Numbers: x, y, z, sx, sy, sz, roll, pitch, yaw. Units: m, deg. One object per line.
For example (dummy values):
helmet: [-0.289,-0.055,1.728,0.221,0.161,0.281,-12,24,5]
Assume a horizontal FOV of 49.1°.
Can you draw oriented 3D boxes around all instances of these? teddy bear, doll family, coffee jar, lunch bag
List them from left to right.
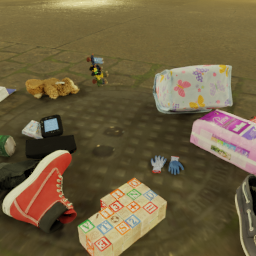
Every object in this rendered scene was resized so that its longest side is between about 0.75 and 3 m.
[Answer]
coffee jar: [-4.537,0.553,9.332,1.373,0.716,0.586,5,48,6]
teddy bear: [-3.523,-1.833,13.199,2.418,0.807,1.753,-20,44,-41]
doll family: [-1.566,-2.896,13.976,0.967,0.656,1.672,-7,67,-38]
lunch bag: [2.496,-1.532,11.513,2.534,1.900,2.988,-5,8,-6]

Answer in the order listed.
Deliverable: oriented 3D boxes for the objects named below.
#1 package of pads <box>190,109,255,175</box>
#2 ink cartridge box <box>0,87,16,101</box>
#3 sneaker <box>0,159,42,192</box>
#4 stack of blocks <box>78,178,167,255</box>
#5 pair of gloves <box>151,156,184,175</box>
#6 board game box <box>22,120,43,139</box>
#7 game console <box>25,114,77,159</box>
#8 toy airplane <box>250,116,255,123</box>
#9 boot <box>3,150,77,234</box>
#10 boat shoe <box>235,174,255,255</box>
package of pads: [3.647,0.391,9.317,1.637,1.028,2.718,-25,40,-38]
ink cartridge box: [-7.117,-1.510,12.709,2.788,0.615,2.839,7,35,12]
sneaker: [-3.384,1.462,7.925,1.082,0.623,2.074,8,22,8]
stack of blocks: [-0.187,2.204,6.862,2.055,0.602,1.183,-27,41,-34]
pair of gloves: [1.246,1.175,8.943,1.053,0.120,0.847,5,35,9]
board game box: [-3.374,0.080,10.383,0.781,0.161,0.783,20,32,0]
game console: [-2.731,0.233,9.737,1.576,0.322,2.672,-7,31,-16]
toy airplane: [5.313,-0.215,11.041,1.028,0.189,1.028,-2,34,1]
boot: [-1.843,1.660,7.576,1.739,0.873,2.411,16,41,19]
boat shoe: [3.185,2.229,6.579,1.006,0.868,2.768,2,33,3]
